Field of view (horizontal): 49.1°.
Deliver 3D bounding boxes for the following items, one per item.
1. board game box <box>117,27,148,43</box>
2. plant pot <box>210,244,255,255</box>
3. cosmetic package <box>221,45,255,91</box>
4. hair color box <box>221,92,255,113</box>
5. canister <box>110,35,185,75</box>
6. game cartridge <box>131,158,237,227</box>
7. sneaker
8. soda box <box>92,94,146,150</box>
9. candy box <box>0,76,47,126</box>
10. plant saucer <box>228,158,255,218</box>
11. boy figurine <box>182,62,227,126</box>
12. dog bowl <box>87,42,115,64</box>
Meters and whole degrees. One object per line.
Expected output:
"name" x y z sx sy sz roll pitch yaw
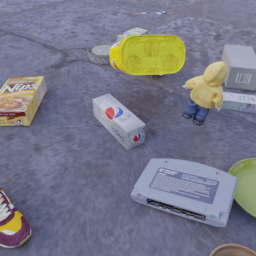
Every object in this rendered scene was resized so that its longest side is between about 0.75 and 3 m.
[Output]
"board game box" 0.255 -4.755 15.235 0.877 0.862 1.673 26 45 30
"plant pot" 2.149 3.030 5.514 1.287 0.594 1.287 1 38 0
"cosmetic package" 4.997 -2.782 12.571 1.339 1.130 2.506 8 36 9
"hair color box" 4.198 -1.003 10.808 1.369 0.415 0.678 8 39 12
"canister" 0.511 -2.567 9.935 2.096 1.221 2.822 -5 15 -11
"game cartridge" 1.487 1.528 7.304 2.415 0.494 1.608 10 43 27
"sneaker" -3.166 1.903 6.618 2.213 0.997 0.829 26 45 29
"soda box" -0.356 -0.283 9.589 0.731 0.787 2.305 -22 44 -26
"candy box" -4.163 -1.084 10.666 1.456 0.698 2.522 0 39 2
"plant saucer" 3.758 1.695 7.421 2.248 0.349 2.248 0 38 0
"boy figurine" 2.228 -1.063 8.230 1.295 2.084 0.671 32 47 19
"dog bowl" -1.186 -3.828 14.329 1.781 0.522 1.781 0 38 0
